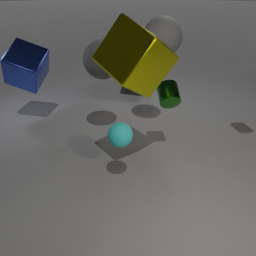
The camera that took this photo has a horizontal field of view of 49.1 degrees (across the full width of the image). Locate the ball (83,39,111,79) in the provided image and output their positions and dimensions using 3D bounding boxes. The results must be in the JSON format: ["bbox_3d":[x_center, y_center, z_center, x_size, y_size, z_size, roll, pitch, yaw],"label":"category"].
[{"bbox_3d":[-0.905,-2.437,9.966,1.400,1.400,1.400,0,28,0],"label":"ball"}]

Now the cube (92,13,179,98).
[{"bbox_3d":[0.208,-1.870,7.456,1.400,1.400,1.400,46,17,30],"label":"cube"}]

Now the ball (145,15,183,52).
[{"bbox_3d":[1.227,-3.246,9.935,1.400,1.400,1.400,0,28,0],"label":"ball"}]

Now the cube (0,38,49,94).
[{"bbox_3d":[-4.146,-2.517,11.446,1.400,1.400,1.400,19,57,-6],"label":"cube"}]

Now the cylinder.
[{"bbox_3d":[1.344,-1.112,9.235,0.700,0.700,0.700,-4,63,-7],"label":"cylinder"}]

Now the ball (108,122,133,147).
[{"bbox_3d":[-0.219,0.190,7.836,0.700,0.700,0.700,0,28,0],"label":"ball"}]
